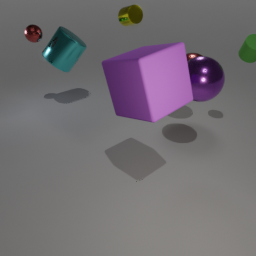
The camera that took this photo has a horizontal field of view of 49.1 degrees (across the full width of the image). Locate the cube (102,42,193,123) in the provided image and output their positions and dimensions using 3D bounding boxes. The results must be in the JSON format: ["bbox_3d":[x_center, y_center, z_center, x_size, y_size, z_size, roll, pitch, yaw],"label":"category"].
[{"bbox_3d":[0.470,-1.103,6.596,1.400,1.400,1.400,-29,26,-32],"label":"cube"}]

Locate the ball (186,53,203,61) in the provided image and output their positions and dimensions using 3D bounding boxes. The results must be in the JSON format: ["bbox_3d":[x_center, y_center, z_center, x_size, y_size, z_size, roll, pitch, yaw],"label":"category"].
[{"bbox_3d":[2.482,-2.209,10.897,1.400,1.400,1.400,0,30,0],"label":"ball"}]

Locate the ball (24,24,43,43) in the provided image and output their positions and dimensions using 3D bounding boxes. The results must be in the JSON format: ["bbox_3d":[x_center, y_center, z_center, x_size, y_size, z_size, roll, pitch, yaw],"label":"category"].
[{"bbox_3d":[-3.809,-3.806,11.301,0.700,0.700,0.700,0,30,0],"label":"ball"}]

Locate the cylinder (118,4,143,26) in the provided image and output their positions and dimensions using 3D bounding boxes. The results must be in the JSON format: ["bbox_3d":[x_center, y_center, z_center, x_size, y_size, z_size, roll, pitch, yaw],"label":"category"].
[{"bbox_3d":[0.095,-4.240,10.582,0.700,0.700,0.700,-19,21,-30],"label":"cylinder"}]

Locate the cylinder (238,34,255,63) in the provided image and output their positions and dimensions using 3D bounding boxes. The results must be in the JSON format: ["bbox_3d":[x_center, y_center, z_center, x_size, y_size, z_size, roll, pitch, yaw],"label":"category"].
[{"bbox_3d":[4.251,-2.714,9.578,0.700,0.700,0.700,1,65,-1],"label":"cylinder"}]

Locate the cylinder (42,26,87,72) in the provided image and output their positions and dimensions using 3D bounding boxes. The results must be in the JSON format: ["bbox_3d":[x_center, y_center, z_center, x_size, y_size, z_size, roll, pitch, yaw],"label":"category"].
[{"bbox_3d":[-2.731,-3.371,12.075,1.400,1.400,1.400,36,18,-14],"label":"cylinder"}]

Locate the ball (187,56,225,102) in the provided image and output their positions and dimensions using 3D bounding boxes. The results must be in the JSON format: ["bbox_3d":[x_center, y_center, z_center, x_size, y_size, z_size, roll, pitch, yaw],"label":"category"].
[{"bbox_3d":[2.272,-1.511,8.703,1.400,1.400,1.400,0,30,0],"label":"ball"}]
